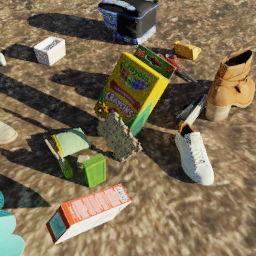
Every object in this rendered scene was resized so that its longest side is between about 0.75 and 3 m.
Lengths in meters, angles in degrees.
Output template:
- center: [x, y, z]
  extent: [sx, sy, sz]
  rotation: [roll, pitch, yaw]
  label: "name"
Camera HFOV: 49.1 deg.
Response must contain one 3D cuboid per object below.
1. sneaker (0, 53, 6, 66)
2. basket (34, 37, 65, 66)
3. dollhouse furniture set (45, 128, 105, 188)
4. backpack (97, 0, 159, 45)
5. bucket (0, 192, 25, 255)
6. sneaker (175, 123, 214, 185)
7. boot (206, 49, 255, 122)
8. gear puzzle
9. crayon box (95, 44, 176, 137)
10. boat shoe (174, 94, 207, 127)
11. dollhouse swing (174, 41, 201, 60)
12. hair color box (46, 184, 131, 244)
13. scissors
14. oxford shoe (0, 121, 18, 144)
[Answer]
- center: [-5.868, -2.887, 11.956]
  extent: [1.480, 0.545, 0.873]
  rotation: [25, 43, 37]
  label: "sneaker"
- center: [-3.403, -3.388, 12.351]
  extent: [0.821, 0.748, 1.212]
  rotation: [20, 48, 19]
  label: "basket"
- center: [-1.516, 0.580, 8.042]
  extent: [1.178, 0.910, 2.358]
  rotation: [-23, 48, -23]
  label: "dollhouse furniture set"
- center: [-0.100, -5.463, 13.783]
  extent: [2.634, 1.772, 2.404]
  rotation: [21, 47, 19]
  label: "backpack"
- center: [-3.387, 2.040, 5.132]
  extent: [1.966, 3.022, 3.022]
  rotation: [-29, 50, -16]
  label: "bucket"
- center: [1.864, 0.664, 8.010]
  extent: [0.734, 0.853, 2.015]
  rotation: [-10, 46, -13]
  label: "sneaker"
- center: [3.748, -1.669, 9.455]
  extent: [1.058, 2.221, 2.871]
  rotation: [31, 51, 28]
  label: "boot"
- center: [-0.406, 0.061, 8.141]
  extent: [1.856, 0.962, 0.243]
  rotation: [54, 32, 1]
  label: "gear puzzle"
- center: [0.131, -1.158, 8.543]
  extent: [1.593, 2.509, 0.637]
  rotation: [40, 23, 27]
  label: "crayon box"
- center: [2.164, -0.631, 9.519]
  extent: [0.560, 0.671, 1.799]
  rotation: [31, 57, 22]
  label: "boat shoe"
- center: [2.758, -3.679, 12.646]
  extent: [0.992, 0.901, 0.872]
  rotation: [31, 72, 29]
  label: "dollhouse swing"
- center: [-0.773, 1.698, 5.655]
  extent: [1.518, 0.842, 0.485]
  rotation: [-6, 55, -45]
  label: "hair color box"
- center: [1.987, -2.432, 11.794]
  extent: [1.035, 0.197, 2.828]
  rotation: [-11, 46, -15]
  label: "scissors"
- center: [-4.524, -0.103, 8.826]
  extent: [2.210, 0.816, 0.782]
  rotation: [15, 45, 15]
  label: "oxford shoe"
